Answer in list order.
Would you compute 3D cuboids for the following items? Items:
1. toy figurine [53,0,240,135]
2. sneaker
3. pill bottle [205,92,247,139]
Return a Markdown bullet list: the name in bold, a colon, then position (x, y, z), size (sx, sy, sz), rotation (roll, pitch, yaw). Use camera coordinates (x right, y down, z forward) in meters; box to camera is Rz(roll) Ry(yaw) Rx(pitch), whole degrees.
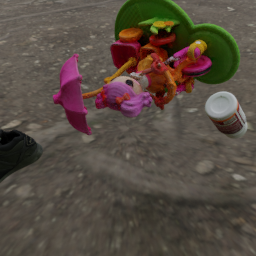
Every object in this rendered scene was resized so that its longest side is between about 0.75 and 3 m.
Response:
- **toy figurine**: position (0.071, -0.801, 4.751), size (2.727, 2.047, 2.510), rotation (21, 50, 34)
- **sneaker**: position (-2.254, 0.505, 4.689), size (1.432, 0.820, 0.547), rotation (-31, 41, 2)
- **pill bottle**: position (2.270, -0.245, 6.358), size (0.683, 1.247, 0.683), rotation (-17, 57, 28)
